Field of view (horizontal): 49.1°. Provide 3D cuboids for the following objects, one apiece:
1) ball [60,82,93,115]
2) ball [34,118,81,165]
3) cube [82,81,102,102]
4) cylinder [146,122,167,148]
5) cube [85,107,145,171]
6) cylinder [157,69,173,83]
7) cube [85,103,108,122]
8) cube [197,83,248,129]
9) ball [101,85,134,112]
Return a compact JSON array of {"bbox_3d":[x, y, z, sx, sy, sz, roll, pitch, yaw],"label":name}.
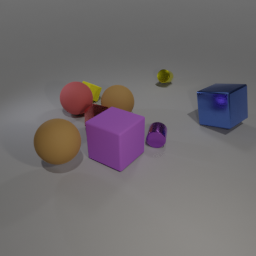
[{"bbox_3d":[-2.197,-1.273,11.958,1.400,1.400,1.400,0,30,0],"label":"ball"},{"bbox_3d":[-2.134,0.408,8.514,1.400,1.400,1.400,0,30,0],"label":"ball"},{"bbox_3d":[-1.792,-1.735,13.246,0.700,0.700,0.700,13,11,-45],"label":"cube"},{"bbox_3d":[1.050,0.246,10.123,0.700,0.700,0.700,6,32,10],"label":"cylinder"},{"bbox_3d":[-0.392,0.316,9.274,1.400,1.400,1.400,19,35,30],"label":"cube"},{"bbox_3d":[1.991,-2.743,14.913,0.700,0.700,0.700,15,11,24],"label":"cylinder"},{"bbox_3d":[-1.217,-0.442,10.851,0.700,0.700,0.700,11,63,-34],"label":"cube"},{"bbox_3d":[3.748,-0.917,11.106,1.400,1.400,1.400,-24,23,-36],"label":"cube"},{"bbox_3d":[-0.432,-1.096,11.706,1.400,1.400,1.400,0,30,0],"label":"ball"}]
